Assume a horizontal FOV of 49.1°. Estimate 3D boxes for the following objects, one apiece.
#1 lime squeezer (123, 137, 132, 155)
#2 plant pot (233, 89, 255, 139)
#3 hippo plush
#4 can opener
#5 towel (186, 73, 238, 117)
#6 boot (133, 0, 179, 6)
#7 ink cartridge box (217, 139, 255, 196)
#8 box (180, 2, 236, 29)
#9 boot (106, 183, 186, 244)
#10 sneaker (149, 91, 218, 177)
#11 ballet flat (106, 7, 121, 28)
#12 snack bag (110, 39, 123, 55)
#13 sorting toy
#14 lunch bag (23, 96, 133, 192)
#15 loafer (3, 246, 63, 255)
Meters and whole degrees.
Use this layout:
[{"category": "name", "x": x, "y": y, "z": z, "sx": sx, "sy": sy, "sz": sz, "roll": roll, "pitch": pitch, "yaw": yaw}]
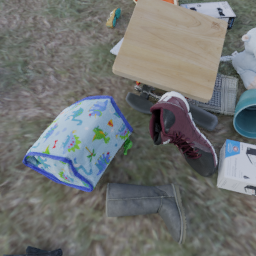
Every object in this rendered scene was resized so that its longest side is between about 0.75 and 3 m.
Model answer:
[{"category": "lime squeezer", "x": -0.163, "y": 0.302, "z": 8.105, "sx": 0.544, "sy": 0.290, "sz": 1.540, "roll": 20, "pitch": 33, "yaw": -35}, {"category": "plant pot", "x": 3.758, "y": -0.533, "z": 8.301, "sx": 1.238, "sy": 1.238, "sz": 1.163, "roll": 12, "pitch": 42, "yaw": 8}, {"category": "hippo plush", "x": 4.440, "y": -2.513, "z": 9.305, "sx": 1.757, "sy": 1.774, "sz": 2.206, "roll": -21, "pitch": 57, "yaw": -14}, {"category": "can opener", "x": 1.343, "y": -0.594, "z": 8.705, "sx": 2.869, "sy": 0.755, "sz": 0.954, "roll": 25, "pitch": 94, "yaw": 18}, {"category": "towel", "x": 2.775, "y": -1.254, "z": 9.312, "sx": 1.718, "sy": 0.308, "sz": 1.784, "roll": 13, "pitch": 55, "yaw": 9}, {"category": "boot", "x": 1.085, "y": -5.423, "z": 11.901, "sx": 1.446, "sy": 1.012, "sz": 2.696, "roll": -19, "pitch": 48, "yaw": -16}, {"category": "ink cartridge box", "x": 3.289, "y": 1.100, "z": 7.382, "sx": 1.625, "sy": 0.680, "sz": 1.179, "roll": 12, "pitch": 55, "yaw": 7}, {"category": "box", "x": 3.205, "y": -4.574, "z": 11.493, "sx": 1.999, "sy": 0.601, "sz": 1.166, "roll": -4, "pitch": 53, "yaw": -4}, {"category": "boot", "x": 0.381, "y": 2.005, "z": 6.759, "sx": 1.837, "sy": 0.667, "sz": 1.670, "roll": 2, "pitch": 40, "yaw": -7}, {"category": "sneaker", "x": 1.241, "y": 0.385, "z": 7.074, "sx": 1.428, "sy": 0.935, "sz": 2.472, "roll": -31, "pitch": 92, "yaw": -45}, {"category": "ballet flat", "x": -0.627, "y": -4.643, "z": 11.698, "sx": 0.380, "sy": 0.414, "sz": 1.206, "roll": 5, "pitch": 53, "yaw": 18}, {"category": "snack bag", "x": 1.161, "y": -3.085, "z": 10.623, "sx": 2.978, "sy": 0.319, "sz": 2.808, "roll": 24, "pitch": 57, "yaw": 16}, {"category": "sorting toy", "x": 1.315, "y": -2.367, "z": 8.876, "sx": 2.949, "sy": 1.026, "sz": 2.931, "roll": 18, "pitch": 70, "yaw": 0}, {"category": "lunch bag", "x": -1.467, "y": 0.341, "z": 7.442, "sx": 2.474, "sy": 1.576, "sz": 2.103, "roll": 5, "pitch": 48, "yaw": 40}, {"category": "loafer", "x": -2.153, "y": 2.870, "z": 6.255, "sx": 1.355, "sy": 0.460, "sz": 0.476, "roll": -13, "pitch": 64, "yaw": -5}]
